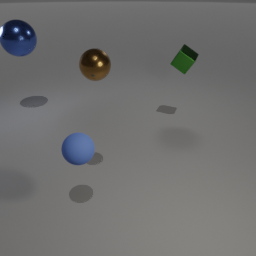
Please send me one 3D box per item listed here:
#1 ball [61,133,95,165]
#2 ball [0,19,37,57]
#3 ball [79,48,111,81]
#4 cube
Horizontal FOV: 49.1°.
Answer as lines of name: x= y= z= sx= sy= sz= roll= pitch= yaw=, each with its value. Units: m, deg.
ball: x=-1.068 y=0.448 z=6.006 sx=0.700 sy=0.700 sz=0.700 roll=0 pitch=28 yaw=0
ball: x=-4.329 y=-3.536 z=11.056 sx=1.400 sy=1.400 sz=1.400 roll=0 pitch=28 yaw=0
ball: x=-0.725 y=-1.389 z=6.164 sx=0.700 sy=0.700 sz=0.700 roll=0 pitch=28 yaw=0
cube: x=2.175 y=-2.642 z=10.766 sx=0.700 sy=0.700 sz=0.700 roll=35 pitch=44 yaw=-2
